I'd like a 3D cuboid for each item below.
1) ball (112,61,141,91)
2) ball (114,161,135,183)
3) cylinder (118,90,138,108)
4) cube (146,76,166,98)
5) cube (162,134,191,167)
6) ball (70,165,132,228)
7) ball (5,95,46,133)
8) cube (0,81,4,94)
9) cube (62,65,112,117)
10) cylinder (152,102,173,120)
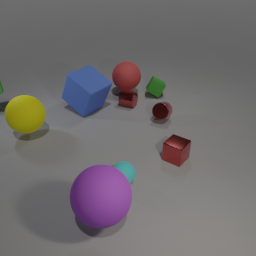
[{"bbox_3d":[-0.074,-2.512,13.578,1.400,1.400,1.400,0,31,0],"label":"ball"},{"bbox_3d":[-0.133,1.338,8.279,0.700,0.700,0.700,0,31,0],"label":"ball"},{"bbox_3d":[0.014,-1.331,12.837,0.700,0.700,0.700,12,33,20],"label":"cylinder"},{"bbox_3d":[1.359,-2.029,13.709,0.700,0.700,0.700,27,21,-10],"label":"cube"},{"bbox_3d":[1.620,0.741,9.379,0.700,0.700,0.700,21,37,31],"label":"cube"},{"bbox_3d":[-0.605,1.533,6.343,1.400,1.400,1.400,0,31,0],"label":"ball"},{"bbox_3d":[-3.757,-0.501,10.279,1.400,1.400,1.400,0,31,0],"label":"ball"},{"bbox_3d":[-5.694,-1.750,11.733,0.700,0.700,0.700,-18,19,-17],"label":"cube"},{"bbox_3d":[-1.792,-1.622,12.141,1.400,1.400,1.400,41,45,13],"label":"cube"},{"bbox_3d":[1.422,-0.719,11.562,0.700,0.700,0.700,13,14,20],"label":"cylinder"}]
